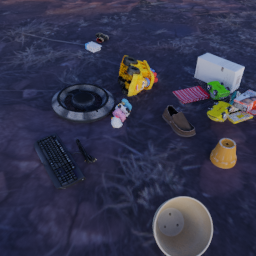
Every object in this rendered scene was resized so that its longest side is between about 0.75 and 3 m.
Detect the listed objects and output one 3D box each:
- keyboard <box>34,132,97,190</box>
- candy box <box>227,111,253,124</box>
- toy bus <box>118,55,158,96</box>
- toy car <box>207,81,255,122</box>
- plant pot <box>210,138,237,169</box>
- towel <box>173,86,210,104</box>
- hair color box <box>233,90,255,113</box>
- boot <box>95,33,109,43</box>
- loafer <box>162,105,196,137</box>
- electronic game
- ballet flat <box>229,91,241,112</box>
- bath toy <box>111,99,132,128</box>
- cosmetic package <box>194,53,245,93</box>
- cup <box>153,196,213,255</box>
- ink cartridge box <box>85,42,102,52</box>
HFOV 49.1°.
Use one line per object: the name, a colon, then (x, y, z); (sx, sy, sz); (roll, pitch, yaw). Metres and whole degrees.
keyboard: (-2.102, 0.926, 9.519); (1.607, 0.260, 2.529); (-22, 45, -24)
candy box: (4.499, -0.456, 11.282); (0.959, 0.127, 0.490); (-16, 40, -18)
toy bus: (0.586, -2.303, 12.825); (1.833, 1.296, 1.910); (5, 39, -19)
toy car: (4.144, -1.166, 11.728); (2.719, 0.606, 2.559); (-12, 39, -10)
plant pot: (3.218, 0.783, 9.275); (0.833, 0.763, 0.833); (0, 39, 0)
towel: (2.845, -1.519, 12.562); (1.385, 0.156, 1.002); (-13, 40, -15)
hair color box: (4.611, -1.052, 10.761); (1.109, 0.354, 0.615); (-30, 46, -31)
boot: (-1.743, -5.596, 17.392); (0.926, 0.339, 0.697); (22, 43, 16)
loafer: (1.903, -0.286, 10.689); (0.635, 0.617, 1.739); (-23, 44, -25)
electronic game: (-1.864, -1.092, 11.723); (2.589, 0.539, 2.589); (3, 40, -3)
ballet flat: (4.494, -1.025, 11.715); (0.486, 0.575, 1.522); (40, 52, 0)
bath toy: (-0.314, -0.591, 11.151); (0.608, 0.517, 1.399); (12, 42, 14)
cosmetic package: (4.224, -2.604, 13.113); (0.827, 1.150, 2.038); (-31, 47, -33)
cup: (1.201, 2.371, 6.879); (1.418, 1.014, 1.418); (2, 80, -9)
ink cartridge box: (-1.985, -4.680, 16.270); (0.939, 0.319, 0.541); (32, 49, 33)
